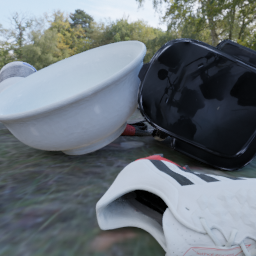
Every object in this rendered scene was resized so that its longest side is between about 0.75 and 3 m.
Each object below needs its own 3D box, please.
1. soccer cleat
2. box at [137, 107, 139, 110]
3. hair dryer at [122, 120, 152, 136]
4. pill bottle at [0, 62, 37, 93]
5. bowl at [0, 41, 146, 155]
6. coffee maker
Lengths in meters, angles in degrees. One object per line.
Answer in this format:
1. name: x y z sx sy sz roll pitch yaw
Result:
1. soccer cleat: 0.645 0.608 1.785 1.934 0.664 0.824 8 25 37
2. box: 2.075 -1.384 11.788 2.320 1.220 2.833 9 13 44
3. hair dryer: -0.500 -0.149 6.246 2.267 0.616 1.726 -11 15 -43
4. pill bottle: -2.694 -0.855 6.946 1.120 1.120 1.969 -3 29 -18
5. bowl: -0.781 -0.393 4.634 2.631 1.182 2.631 -18 27 9
6. coffee maker: 1.508 -0.497 4.751 2.568 1.801 2.673 2 10 5
